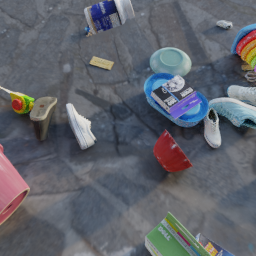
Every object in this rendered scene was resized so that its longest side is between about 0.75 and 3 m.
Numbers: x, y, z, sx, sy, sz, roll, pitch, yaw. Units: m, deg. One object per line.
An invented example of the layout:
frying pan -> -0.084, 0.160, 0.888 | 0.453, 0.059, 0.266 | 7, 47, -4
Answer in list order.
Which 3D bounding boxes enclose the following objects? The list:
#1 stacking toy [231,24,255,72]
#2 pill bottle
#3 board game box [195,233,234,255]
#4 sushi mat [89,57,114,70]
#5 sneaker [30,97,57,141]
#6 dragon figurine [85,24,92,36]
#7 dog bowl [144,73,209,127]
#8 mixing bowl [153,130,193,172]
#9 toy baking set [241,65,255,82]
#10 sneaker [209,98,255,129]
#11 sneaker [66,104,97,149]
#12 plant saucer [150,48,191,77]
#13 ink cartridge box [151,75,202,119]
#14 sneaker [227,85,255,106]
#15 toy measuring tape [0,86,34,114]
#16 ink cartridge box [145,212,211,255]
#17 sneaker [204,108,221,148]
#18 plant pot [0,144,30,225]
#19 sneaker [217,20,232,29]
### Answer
stacking toy -> 6.105, -3.114, 12.626 | 1.722, 1.628, 2.967 | -15, 63, -4
pill bottle -> -0.710, -4.444, 10.945 | 1.789, 1.035, 1.035 | -19, 61, 3
board game box -> 2.640, 4.620, 8.586 | 2.365, 0.729, 2.364 | -38, 65, -19
sushi mat -> -1.267, -3.130, 13.497 | 1.107, 0.067, 0.530 | 19, 61, 11
sneaker -> -3.488, -0.457, 11.606 | 0.808, 1.148, 2.161 | 6, 30, 1
dragon figurine -> -2.068, -5.031, 14.478 | 0.498, 0.295, 1.002 | 20, 61, 11
dog bowl -> 1.986, -1.167, 11.971 | 2.950, 0.731, 1.644 | 39, 67, 19
mixing bowl -> 1.540, 0.991, 10.378 | 0.910, 1.681, 1.681 | -37, 64, 6
toy baking set -> 6.521, -2.314, 12.890 | 1.909, 0.289, 2.488 | -23, 62, -13
sneaker -> 4.439, -0.564, 11.553 | 2.269, 0.839, 0.930 | 15, 56, 9
sneaker -> -1.913, -0.126, 11.426 | 0.744, 0.768, 2.102 | -20, 71, -19
plant saucer -> 2.049, -3.240, 13.388 | 2.015, 0.388, 2.015 | 0, 59, 0
ink cartridge box -> 1.999, -1.297, 11.464 | 1.515, 0.332, 1.530 | -33, 66, -19
sneaker -> 5.363, -1.452, 12.073 | 2.084, 0.842, 0.797 | 19, 63, 12
toy measuring tape -> -4.861, -1.138, 11.989 | 2.265, 0.833, 0.833 | 20, 62, 20
ink cartridge box -> 1.273, 3.503, 7.996 | 0.847, 2.856, 1.483 | -38, 66, -17
sneaker -> 3.412, -0.047, 11.383 | 0.624, 0.605, 1.708 | -5, 60, -3
plant pot -> -4.783, 1.905, 9.259 | 2.436, 2.721, 2.721 | 38, 66, 3
sneaker -> 5.069, -5.423, 14.721 | 0.812, 0.310, 0.327 | 8, 69, 6
